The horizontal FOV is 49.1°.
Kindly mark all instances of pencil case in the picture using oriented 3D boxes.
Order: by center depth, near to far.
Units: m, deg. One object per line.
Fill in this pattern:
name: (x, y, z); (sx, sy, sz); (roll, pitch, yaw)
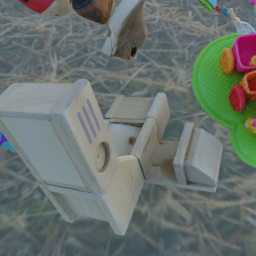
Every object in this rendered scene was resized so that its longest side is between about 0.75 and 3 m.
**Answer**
pencil case: (-2.157, -0.070, 4.073); (1.446, 0.668, 0.615); (14, 13, -4)

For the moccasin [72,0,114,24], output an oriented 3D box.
moccasin: (-0.572, -3.607, 6.016); (0.974, 1.028, 2.662); (-5, 83, 32)

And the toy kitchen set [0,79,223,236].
toy kitchen set: (0.146, -0.121, 3.471); (1.812, 2.004, 2.221); (4, 45, 24)

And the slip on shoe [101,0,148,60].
slip on shoe: (0.059, -1.892, 5.281); (0.736, 2.430, 0.924); (28, 76, -9)

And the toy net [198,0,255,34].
toy net: (2.241, -2.524, 6.421); (1.495, 0.784, 0.289); (41, 104, 2)

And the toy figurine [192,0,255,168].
toy figurine: (2.101, -0.826, 3.874); (1.920, 2.354, 2.558); (-7, 75, 1)

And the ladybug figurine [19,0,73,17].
ladybug figurine: (-2.283, -3.693, 6.702); (1.670, 2.460, 0.885); (-37, 32, 27)
